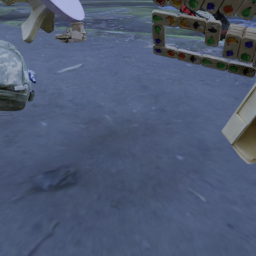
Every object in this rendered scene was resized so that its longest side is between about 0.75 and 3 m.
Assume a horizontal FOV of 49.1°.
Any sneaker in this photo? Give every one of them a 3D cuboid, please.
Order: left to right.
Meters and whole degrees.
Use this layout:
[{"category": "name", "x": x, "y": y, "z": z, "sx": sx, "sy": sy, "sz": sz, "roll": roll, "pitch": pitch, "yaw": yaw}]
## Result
[{"category": "sneaker", "x": 2.091, "y": -3.114, "z": 7.343, "sx": 1.889, "sy": 0.923, "sz": 0.668, "roll": 45, "pitch": 60, "yaw": 7}]

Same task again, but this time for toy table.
[{"category": "toy table", "x": -2.342, "y": -3.344, "z": 7.456, "sx": 1.281, "sy": 2.188, "sz": 2.011, "roll": -22, "pitch": 57, "yaw": 23}]

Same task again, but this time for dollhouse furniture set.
[{"category": "dollhouse furniture set", "x": -1.551, "y": -2.425, "z": 6.981, "sx": 0.846, "sy": 0.484, "sz": 0.992, "roll": 5, "pitch": 12, "yaw": 28}]

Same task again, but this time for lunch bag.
[{"category": "lunch bag", "x": -2.854, "y": -0.954, "z": 5.268, "sx": 1.885, "sy": 1.314, "sz": 1.581, "roll": 2, "pitch": 30, "yaw": -33}]

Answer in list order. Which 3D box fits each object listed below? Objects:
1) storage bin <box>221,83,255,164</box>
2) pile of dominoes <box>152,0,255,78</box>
[{"category": "storage bin", "x": 1.879, "y": -0.241, "z": 3.172, "sx": 1.195, "sy": 1.203, "sz": 0.564, "roll": -9, "pitch": 51, "yaw": -26}, {"category": "pile of dominoes", "x": 1.636, "y": -1.948, "z": 5.831, "sx": 2.687, "sy": 2.094, "sz": 0.428, "roll": 19, "pitch": 62, "yaw": 21}]
